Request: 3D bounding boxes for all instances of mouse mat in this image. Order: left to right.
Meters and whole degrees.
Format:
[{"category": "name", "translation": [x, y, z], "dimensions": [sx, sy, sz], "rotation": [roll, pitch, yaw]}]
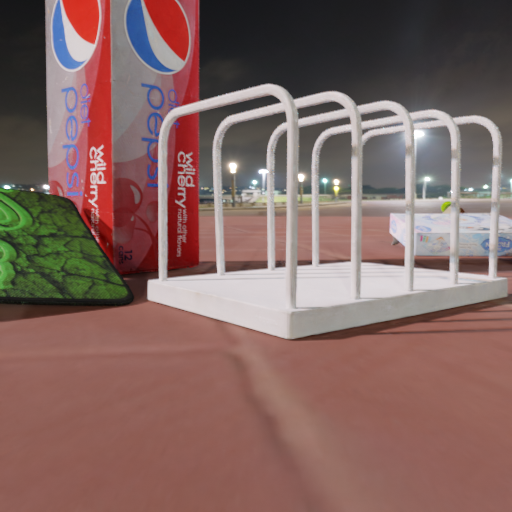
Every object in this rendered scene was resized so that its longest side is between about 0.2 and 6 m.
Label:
[{"category": "mouse mat", "translation": [-2.505, -0.227, 5.112], "dimensions": [2.169, 0.101, 2.696], "rotation": [5, 21, -34]}]

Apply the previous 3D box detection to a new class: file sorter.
[{"category": "file sorter", "translation": [0.653, -0.418, 4.862], "dimensions": [2.656, 1.654, 1.843], "rotation": [-5, 6, -38]}]

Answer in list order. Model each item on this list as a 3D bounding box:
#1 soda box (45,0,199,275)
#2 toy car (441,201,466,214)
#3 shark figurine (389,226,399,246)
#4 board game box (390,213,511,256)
[{"category": "soda box", "translation": [-1.691, -2.024, 7.168], "dimensions": [1.542, 4.403, 1.396], "rotation": [5, 7, 41]}, {"category": "toy car", "translation": [4.647, -0.604, 12.718], "dimensions": [1.073, 0.847, 0.882], "rotation": [25, 26, -16]}, {"category": "shark figurine", "translation": [3.374, -0.419, 11.481], "dimensions": [0.719, 0.502, 1.203], "rotation": [-1, 8, -37]}, {"category": "board game box", "translation": [3.682, -0.419, 10.216], "dimensions": [2.081, 0.454, 2.091], "rotation": [1, 13, 2]}]
